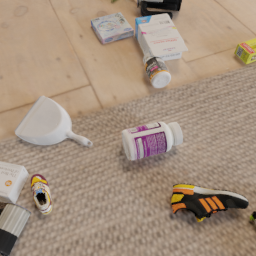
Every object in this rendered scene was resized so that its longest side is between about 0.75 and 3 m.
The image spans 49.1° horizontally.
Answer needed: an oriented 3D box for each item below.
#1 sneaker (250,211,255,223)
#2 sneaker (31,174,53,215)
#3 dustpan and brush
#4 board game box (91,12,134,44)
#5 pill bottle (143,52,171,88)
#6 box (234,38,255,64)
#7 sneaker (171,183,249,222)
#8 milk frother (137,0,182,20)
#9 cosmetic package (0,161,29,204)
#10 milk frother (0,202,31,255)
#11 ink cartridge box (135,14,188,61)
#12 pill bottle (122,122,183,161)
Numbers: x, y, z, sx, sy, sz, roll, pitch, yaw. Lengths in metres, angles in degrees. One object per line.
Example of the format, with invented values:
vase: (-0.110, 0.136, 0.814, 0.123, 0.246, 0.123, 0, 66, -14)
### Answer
sneaker: (4.643, 2.544, 8.865, 1.741, 0.624, 0.721, -24, 58, -16)
sneaker: (-2.859, 2.048, 9.182, 0.570, 0.685, 1.521, -24, 58, -16)
dustpan and brush: (-2.623, 0.037, 10.708, 2.797, 0.800, 1.952, 20, 66, 21)
board game box: (-0.833, -5.247, 14.627, 1.745, 0.379, 1.737, -20, 57, -14)
pill bottle: (1.237, -2.598, 12.391, 0.911, 0.911, 1.565, -13, 55, -9)
box: (6.471, -3.900, 13.499, 2.516, 0.630, 0.947, -20, 57, -14)
sneaker: (2.550, 2.486, 8.887, 2.391, 0.836, 1.076, 9, 68, 8)
milk frother: (1.718, -7.267, 14.765, 2.417, 2.570, 2.319, 6, 58, 5)
cosmetic package: (-4.987, 1.651, 9.451, 2.856, 0.723, 1.179, 9, 56, 7)
milk frother: (-3.830, 2.805, 8.194, 1.293, 1.432, 1.347, 11, 54, 13)
ink cartridge box: (1.529, -4.139, 13.431, 1.714, 1.010, 2.976, -11, 55, -8)
pill bottle: (0.871, 0.410, 10.094, 2.034, 1.142, 1.142, -13, 55, -9)
